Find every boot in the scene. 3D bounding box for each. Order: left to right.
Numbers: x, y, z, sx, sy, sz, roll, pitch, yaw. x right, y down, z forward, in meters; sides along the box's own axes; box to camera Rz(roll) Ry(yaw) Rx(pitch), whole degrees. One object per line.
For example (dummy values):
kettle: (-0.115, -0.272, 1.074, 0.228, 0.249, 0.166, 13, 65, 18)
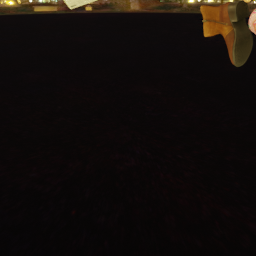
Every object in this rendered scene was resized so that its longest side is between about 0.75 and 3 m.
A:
boot: (3.053, -3.081, 9.238, 0.718, 1.975, 2.098, -24, 23, -11)

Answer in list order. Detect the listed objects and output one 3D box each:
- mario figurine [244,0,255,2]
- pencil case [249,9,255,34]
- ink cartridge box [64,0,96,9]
mario figurine: (3.099, -3.053, 6.636, 1.633, 0.866, 1.008, 20, -19, -35)
pencil case: (3.377, -1.850, 5.643, 0.863, 0.863, 1.974, -12, 51, -22)
ink cartridge box: (-0.626, -4.289, 7.802, 2.058, 0.418, 2.054, 12, 63, 48)
